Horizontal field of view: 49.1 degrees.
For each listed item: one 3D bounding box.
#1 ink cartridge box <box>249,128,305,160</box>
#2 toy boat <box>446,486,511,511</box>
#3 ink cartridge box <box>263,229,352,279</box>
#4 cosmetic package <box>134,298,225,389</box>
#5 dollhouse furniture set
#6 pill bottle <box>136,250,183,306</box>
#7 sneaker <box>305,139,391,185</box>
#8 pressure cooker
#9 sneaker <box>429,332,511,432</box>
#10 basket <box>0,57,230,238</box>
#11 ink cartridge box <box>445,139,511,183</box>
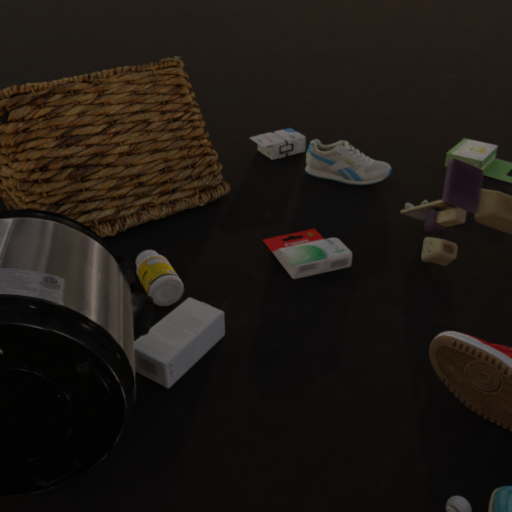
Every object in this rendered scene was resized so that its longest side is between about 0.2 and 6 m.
[{"bbox_3d":[0.499,-2.653,13.363,1.190,0.404,0.690,-18,37,-25],"label":"ink cartridge box"},{"bbox_3d":[2.341,2.557,5.325,1.088,0.505,0.914,5,34,7],"label":"toy boat"},{"bbox_3d":[0.852,-0.166,9.664,1.091,0.339,1.355,-12,37,-18],"label":"ink cartridge box"},{"bbox_3d":[-1.035,1.137,7.540,0.638,0.448,1.257,20,38,28],"label":"cosmetic package"},{"bbox_3d":[3.755,-0.434,10.154,2.199,1.743,1.561,16,-12,-19],"label":"dollhouse furniture set"},{"bbox_3d":[-1.543,0.312,8.728,0.540,0.540,0.971,-15,36,-22],"label":"pill bottle"},{"bbox_3d":[1.988,-2.036,12.110,1.874,0.757,0.717,11,33,14],"label":"sneaker"},{"bbox_3d":[-2.495,0.813,6.137,2.436,2.398,2.727,-34,33,6],"label":"pressure cooker"},{"bbox_3d":[3.503,1.420,6.663,2.623,0.934,1.475,29,47,26],"label":"sneaker"},{"bbox_3d":[-3.134,-1.870,11.398,4.024,2.998,2.872,-25,8,-32],"label":"basket"},{"bbox_3d":[5.255,-2.170,12.688,1.577,0.378,1.148,21,38,31],"label":"ink cartridge box"}]
